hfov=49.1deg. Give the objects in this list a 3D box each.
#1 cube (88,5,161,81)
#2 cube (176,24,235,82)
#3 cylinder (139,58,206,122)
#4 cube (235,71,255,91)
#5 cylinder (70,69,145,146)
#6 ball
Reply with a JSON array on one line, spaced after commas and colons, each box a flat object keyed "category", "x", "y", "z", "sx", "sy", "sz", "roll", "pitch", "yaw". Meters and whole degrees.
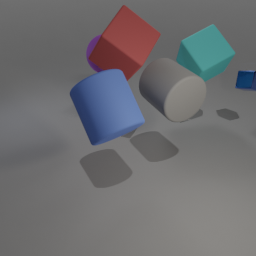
[{"category": "cube", "x": -0.127, "y": -2.482, "z": 8.538, "sx": 1.400, "sy": 1.400, "sz": 1.400, "roll": 34, "pitch": 64, "yaw": -12}, {"category": "cube", "x": 2.828, "y": -2.656, "z": 10.452, "sx": 1.400, "sy": 1.400, "sz": 1.400, "roll": -29, "pitch": 76, "yaw": -6}, {"category": "cylinder", "x": 1.240, "y": -1.095, "z": 7.978, "sx": 1.400, "sy": 1.400, "sz": 1.400, "roll": -15, "pitch": 39, "yaw": -24}, {"category": "cube", "x": 4.782, "y": -1.852, "z": 11.061, "sx": 0.700, "sy": 0.700, "sz": 0.700, "roll": 4, "pitch": 7, "yaw": -40}, {"category": "cylinder", "x": -0.499, "y": -0.479, "z": 6.773, "sx": 1.400, "sy": 1.400, "sz": 1.400, "roll": -24, "pitch": -6, "yaw": -2}, {"category": "ball", "x": -0.780, "y": -2.612, "z": 9.967, "sx": 1.400, "sy": 1.400, "sz": 1.400, "roll": 0, "pitch": 30, "yaw": 0}]
